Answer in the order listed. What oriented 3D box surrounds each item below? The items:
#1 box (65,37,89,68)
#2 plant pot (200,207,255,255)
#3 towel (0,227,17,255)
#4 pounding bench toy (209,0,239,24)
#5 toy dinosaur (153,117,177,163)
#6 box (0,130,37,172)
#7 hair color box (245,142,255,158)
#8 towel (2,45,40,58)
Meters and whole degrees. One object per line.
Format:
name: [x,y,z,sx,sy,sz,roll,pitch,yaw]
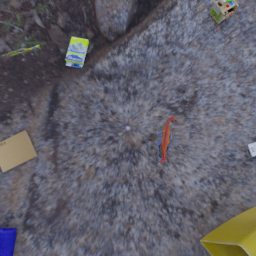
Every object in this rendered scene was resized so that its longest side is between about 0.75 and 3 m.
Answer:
box: [-1.714,-2.533,9.388,0.597,0.233,0.979,11,77,3]
plant pot: [3.702,3.179,7.223,2.021,2.292,2.292,-37,80,-19]
towel: [-4.119,3.934,7.782,1.702,0.571,2.305,2,78,1]
pounding bench toy: [3.287,-4.111,9.385,0.710,0.910,0.566,-31,79,-6]
toy dinosaur: [1.219,0.290,8.430,0.682,1.299,1.178,10,109,-13]
box: [-3.525,0.724,8.723,1.136,0.121,0.928,-27,79,-6]
hair color box: [4.120,0.605,8.684,0.822,0.249,0.407,-16,78,-4]
towel: [-2.910,-2.109,7.680,0.699,0.973,0.111,-12,110,16]
